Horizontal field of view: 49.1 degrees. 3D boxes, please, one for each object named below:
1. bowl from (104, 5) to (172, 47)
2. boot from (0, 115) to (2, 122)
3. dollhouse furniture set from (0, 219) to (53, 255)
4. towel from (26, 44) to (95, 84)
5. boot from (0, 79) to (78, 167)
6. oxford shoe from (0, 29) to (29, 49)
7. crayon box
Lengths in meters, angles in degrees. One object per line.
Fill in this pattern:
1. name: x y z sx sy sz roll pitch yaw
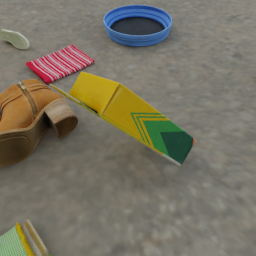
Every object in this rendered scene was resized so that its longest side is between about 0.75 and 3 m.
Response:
1. bowl: 0.356 -3.874 10.547 2.540 0.499 2.540 0 46 0
2. boot: -4.197 -0.122 6.663 2.229 0.855 1.730 -10 52 -15
3. dollhouse furniture set: -1.811 2.276 4.414 1.195 0.916 1.825 -31 54 -26
4. towel: -2.197 -2.111 9.079 1.844 0.207 1.333 -32 55 -27
5. boot: -2.801 -0.315 6.794 2.654 1.018 2.061 -30 54 -27
6. oxford shoe: -3.978 -3.159 9.923 1.388 0.522 0.401 25 19 21
7. crayon box: -0.077 -0.280 5.497 1.665 2.623 0.666 30 88 54
